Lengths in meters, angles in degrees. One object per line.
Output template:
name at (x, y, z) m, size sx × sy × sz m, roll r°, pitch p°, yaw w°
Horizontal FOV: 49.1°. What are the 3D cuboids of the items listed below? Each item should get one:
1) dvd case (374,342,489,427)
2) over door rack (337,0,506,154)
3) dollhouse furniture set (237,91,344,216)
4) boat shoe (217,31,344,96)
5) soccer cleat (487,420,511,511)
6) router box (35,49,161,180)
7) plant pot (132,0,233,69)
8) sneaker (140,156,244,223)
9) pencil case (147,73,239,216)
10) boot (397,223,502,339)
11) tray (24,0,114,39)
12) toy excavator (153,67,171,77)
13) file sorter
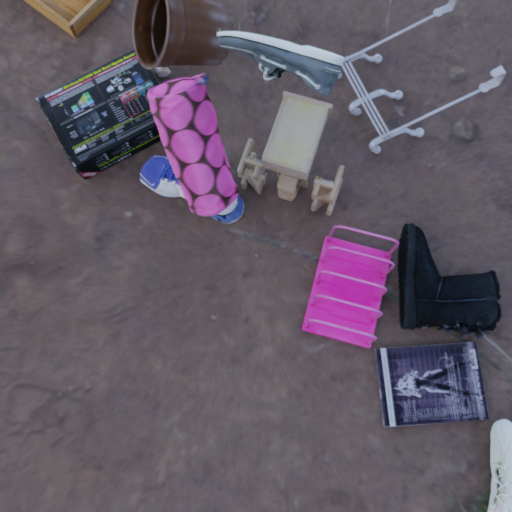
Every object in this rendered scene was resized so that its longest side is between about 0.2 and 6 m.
dvd case at (3.435, 2.519, 11.032) m, size 2.034 × 0.162 × 1.513 m, roll -4°, pitch 76°, yaw -1°
over door rack at (3.407, -3.834, 12.085) m, size 3.022 × 1.007 × 2.233 m, roll -28°, pitch 76°, yaw 15°
dollhouse furniture set at (0.784, -2.007, 11.105) m, size 2.009 × 2.187 × 1.423 m, roll 18°, pitch 80°, yaw 8°
boat shoe at (0.273, -2.807, 8.073) m, size 1.946 × 0.709 × 0.601 m, roll 20°, pitch 115°, yaw 15°
soccer cleat at (4.623, 4.564, 10.094) m, size 1.187 × 1.060 × 3.060 m, roll -10°, pitch 79°, yaw 0°
router box at (-3.147, -3.072, 12.130) m, size 2.509 × 0.780 × 1.880 m, roll -29°, pitch 78°, yaw -8°
plant pot at (-1.309, -4.150, 10.295) m, size 1.450 × 1.465 × 1.465 m, roll -8°, pitch 73°, yaw -35°
sneaker at (-1.280, -1.569, 11.483) m, size 2.264 × 1.307 × 0.915 m, roll 25°, pitch 76°, yaw 6°
pencil case at (-0.962, -1.843, 9.402) m, size 1.020 × 2.247 × 1.053 m, roll 6°, pitch 36°, yaw 32°
boot at (3.843, 0.499, 11.196) m, size 1.884 × 0.851 × 2.299 m, roll 1°, pitch 83°, yaw 2°
tray at (-4.852, -6.429, 13.143) m, size 2.770 × 0.513 × 1.366 m, roll 38°, pitch 78°, yaw 8°
toy excavator at (-1.591, -4.662, 12.541) m, size 1.343 × 1.306 × 0.671 m, roll -26°, pitch 76°, yaw -35°
file sorter at (1.863, 0.587, 10.950) m, size 1.413 × 1.275 × 2.034 m, roll 15°, pitch 76°, yaw 4°
